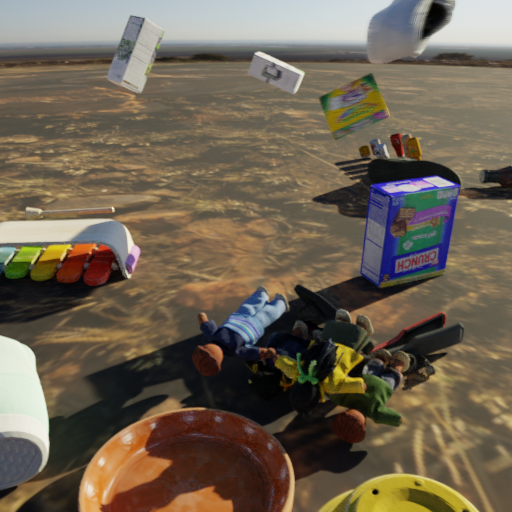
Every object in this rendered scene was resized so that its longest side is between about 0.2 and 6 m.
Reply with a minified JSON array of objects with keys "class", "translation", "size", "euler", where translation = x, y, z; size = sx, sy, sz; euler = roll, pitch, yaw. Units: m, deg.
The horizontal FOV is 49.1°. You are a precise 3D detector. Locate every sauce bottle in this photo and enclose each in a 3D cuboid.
[{"class":"sauce bottle","translation":[6.717,-2.038,14.401],"size":[1.811,0.598,0.598],"euler":[0,24,0]}]

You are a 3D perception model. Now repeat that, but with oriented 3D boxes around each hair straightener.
[{"class":"hair straightener","translation":[1.964,1.249,7.233],"size":[1.952,0.399,0.751],"euler":[-13,27,-26]}]

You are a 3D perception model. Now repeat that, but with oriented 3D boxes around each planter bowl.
[{"class":"planter bowl","translation":[1.191,2.331,4.277],"size":[2.045,0.852,2.045],"euler":[1,24,0]}]

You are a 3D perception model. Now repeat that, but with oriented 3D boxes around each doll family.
[{"class":"doll family","translation":[0.438,1.231,6.585],"size":[2.659,1.043,1.537],"euler":[10,38,35]}]

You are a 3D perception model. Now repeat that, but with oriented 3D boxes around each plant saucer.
[{"class":"plant saucer","translation":[-0.635,2.185,5.259],"size":[1.971,0.318,1.971],"euler":[0,23,0]}]

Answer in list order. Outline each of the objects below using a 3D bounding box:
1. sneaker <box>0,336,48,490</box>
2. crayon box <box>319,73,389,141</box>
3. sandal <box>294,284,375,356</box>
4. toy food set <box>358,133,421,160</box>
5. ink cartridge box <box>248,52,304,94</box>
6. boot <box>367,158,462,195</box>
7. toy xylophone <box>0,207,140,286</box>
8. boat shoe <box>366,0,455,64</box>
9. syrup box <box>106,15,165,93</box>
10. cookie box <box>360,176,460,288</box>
[{"class":"sneaker","translation":[-3.733,1.569,5.578],"size":[3.083,1.135,1.819],"euler":[1,28,-22]},{"class":"crayon box","translation":[2.030,-3.114,11.699],"size":[1.204,0.351,1.039],"euler":[-22,58,15]},{"class":"sandal","translation":[0.903,0.887,7.719],"size":[0.457,0.718,1.910],"euler":[-46,24,-3]},{"class":"toy food set","translation":[4.100,-3.107,16.893],"size":[1.844,0.830,0.880],"euler":[-6,32,33]},{"class":"ink cartridge box","translation":[0.380,-3.441,10.534],"size":[0.945,0.397,0.688],"euler":[24,24,0]},{"class":"boot","translation":[4.309,-2.177,14.482],"size":[2.554,0.865,1.668],"euler":[21,26,36]},{"class":"toy xylophone","translation":[-3.552,-0.212,10.085],"size":[2.965,0.745,2.171],"euler":[2,24,4]},{"class":"boat shoe","translation":[2.648,-3.858,8.924],"size":[0.933,0.980,2.722],"euler":[13,39,30]},{"class":"syrup box","translation":[-2.403,-4.000,11.144],"size":[0.535,1.359,0.553],"euler":[28,9,38]},{"class":"cookie box","translation":[2.565,-0.403,9.408],"size":[1.408,1.646,0.618],"euler":[-11,29,-22]}]
